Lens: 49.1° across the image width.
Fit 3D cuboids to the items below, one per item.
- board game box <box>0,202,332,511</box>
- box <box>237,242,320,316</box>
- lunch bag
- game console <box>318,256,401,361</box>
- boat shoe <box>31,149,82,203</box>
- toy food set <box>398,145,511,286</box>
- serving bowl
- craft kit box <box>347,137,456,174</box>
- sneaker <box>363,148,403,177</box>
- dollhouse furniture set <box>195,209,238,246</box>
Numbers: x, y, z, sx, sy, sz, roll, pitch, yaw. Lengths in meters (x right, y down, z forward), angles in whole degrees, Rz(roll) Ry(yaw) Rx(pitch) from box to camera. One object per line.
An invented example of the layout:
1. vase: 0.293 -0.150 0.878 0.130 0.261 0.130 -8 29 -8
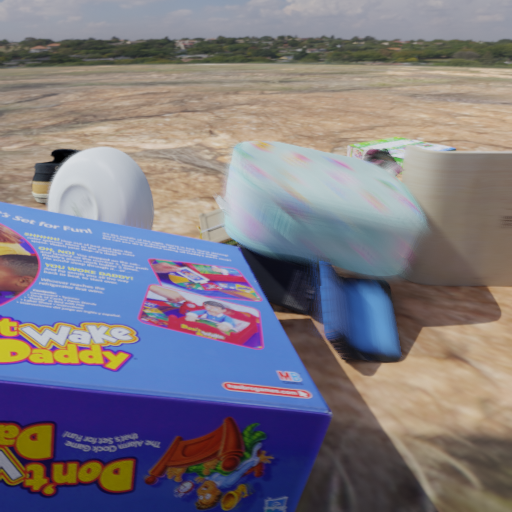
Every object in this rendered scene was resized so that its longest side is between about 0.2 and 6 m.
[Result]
1. board game box: -2.219 0.557 4.813 4.863 1.089 3.269 11 19 -18
2. box: 0.321 0.068 7.783 1.187 0.679 1.304 20 25 1
3. lunch bag: 0.770 -0.647 7.361 2.547 0.982 2.043 10 30 -8
4. game console: 1.180 0.592 6.422 0.643 0.927 1.086 -15 53 19
5. boat shoe: -4.142 -2.013 12.726 1.095 0.914 2.936 2 22 9
6. toy food set: 3.471 -0.618 8.103 2.765 1.984 0.835 0 24 1
7. serving bowl: -2.396 -0.678 8.177 1.827 1.827 0.601 12 11 25
8. craft kit box: 3.851 -2.715 14.939 2.044 0.496 2.019 -16 30 -32
9. sneaker: 2.558 -1.972 12.065 0.651 0.699 1.619 -31 8 -17
10. dollhouse furniture set: 0.186 -0.512 9.933 2.393 0.924 1.196 -20 32 1
